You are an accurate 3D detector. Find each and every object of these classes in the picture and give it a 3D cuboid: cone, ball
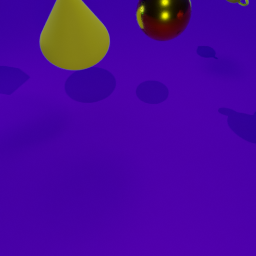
[{"bbox_3d":[-1.233,-2.422,6.043,1.678,1.684,1.678,1,69,-4],"label":"cone"},{"bbox_3d":[0.674,-2.194,5.322,1.047,1.047,1.047,0,47,0],"label":"ball"}]

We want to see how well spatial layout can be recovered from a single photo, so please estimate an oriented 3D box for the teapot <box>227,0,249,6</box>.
[{"bbox_3d":[2.844,-3.765,7.370,0.749,1.204,0.590,-36,13,-17],"label":"teapot"}]
